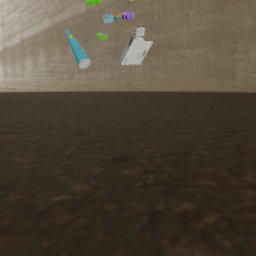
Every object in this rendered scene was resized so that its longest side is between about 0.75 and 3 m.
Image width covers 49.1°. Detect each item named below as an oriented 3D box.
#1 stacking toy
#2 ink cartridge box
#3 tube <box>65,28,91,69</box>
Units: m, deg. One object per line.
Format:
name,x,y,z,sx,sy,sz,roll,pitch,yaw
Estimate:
stacking toy,-0.392,-4.287,10.770,2.110,1.591,0.496,-3,47,9
ink cartridge box,0.353,-3.447,12.577,1.176,1.355,0.295,-13,59,-41
tube,-1.732,-2.692,9.494,0.403,1.599,0.619,-29,-28,1
